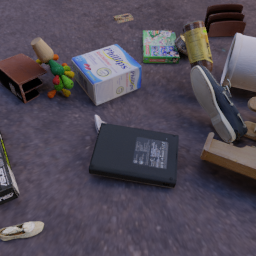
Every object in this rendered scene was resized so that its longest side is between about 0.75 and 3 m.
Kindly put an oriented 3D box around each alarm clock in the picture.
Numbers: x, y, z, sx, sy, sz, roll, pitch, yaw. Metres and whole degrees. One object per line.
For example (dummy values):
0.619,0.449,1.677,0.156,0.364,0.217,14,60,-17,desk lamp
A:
2.285,-3.265,11.168,0.994,0.491,1.474,41,33,0,alarm clock

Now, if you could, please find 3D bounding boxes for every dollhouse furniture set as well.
3.288,-0.223,7.417,1.823,2.406,2.745,20,77,15,dollhouse furniture set

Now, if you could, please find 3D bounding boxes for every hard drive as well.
0.207,0.695,7.708,2.282,0.375,1.592,10,52,2,hard drive

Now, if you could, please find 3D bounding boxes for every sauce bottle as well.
2.355,-2.271,9.130,0.732,2.261,0.732,-14,7,2,sauce bottle

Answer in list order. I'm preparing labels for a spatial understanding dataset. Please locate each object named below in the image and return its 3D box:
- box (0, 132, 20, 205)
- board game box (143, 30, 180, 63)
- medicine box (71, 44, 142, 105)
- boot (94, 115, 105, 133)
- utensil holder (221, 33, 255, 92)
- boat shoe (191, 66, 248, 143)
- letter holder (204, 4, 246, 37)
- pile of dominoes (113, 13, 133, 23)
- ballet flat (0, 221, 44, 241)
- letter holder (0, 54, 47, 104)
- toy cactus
-4.537,1.145,7.313,2.652,0.652,2.746,-23,52,-17,box
1.333,-3.430,11.705,1.409,0.305,2.095,1,48,1,board game box
-0.748,-1.938,9.890,1.883,0.969,1.715,-25,53,-21,medicine box
-0.732,-0.041,8.633,0.452,0.348,0.945,-10,56,-17,boot
4.471,-2.097,9.527,2.119,1.801,1.801,16,49,10,utensil holder
2.706,-0.801,8.281,0.767,0.929,2.480,-26,81,-13,boat shoe
4.303,-4.749,12.338,1.620,1.152,0.815,-3,48,-3,letter holder
-0.215,-5.388,13.603,0.938,0.149,0.731,-19,50,-16,pile of dominoes
-2.450,2.348,6.419,1.006,0.314,0.339,-13,49,-12,ballet flat
-3.684,-1.813,9.887,1.658,0.834,1.179,36,55,28,letter holder
-2.673,-2.134,9.542,1.209,1.950,2.364,-30,47,0,toy cactus
